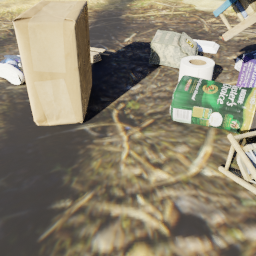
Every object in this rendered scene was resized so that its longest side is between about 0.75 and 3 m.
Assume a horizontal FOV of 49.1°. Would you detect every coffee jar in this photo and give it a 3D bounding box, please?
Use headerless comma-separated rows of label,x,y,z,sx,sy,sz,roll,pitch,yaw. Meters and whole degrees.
coffee jar,2.463,-0.573,7.336,2.495,1.065,1.301,14,48,19

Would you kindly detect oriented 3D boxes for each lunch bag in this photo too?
lunch bag,1.848,-3.084,10.945,1.793,1.054,1.470,12,40,10

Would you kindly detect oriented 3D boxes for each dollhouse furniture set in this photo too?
dollhouse furniture set,1.357,-2.123,4.126,2.179,1.536,1.527,-36,4,-28

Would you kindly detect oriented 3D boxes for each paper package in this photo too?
paper package,-1.864,-1.908,7.832,1.422,2.748,2.619,0,34,0

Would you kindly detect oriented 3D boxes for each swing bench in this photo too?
swing bench,2.956,0.791,5.529,1.548,1.010,1.556,-12,37,-17

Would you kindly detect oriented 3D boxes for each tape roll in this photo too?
tape roll,2.307,-1.887,9.487,1.115,0.765,1.115,0,35,0

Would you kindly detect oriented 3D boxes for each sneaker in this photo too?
sneaker,-3.800,-2.169,9.939,1.712,0.690,1.253,22,45,35

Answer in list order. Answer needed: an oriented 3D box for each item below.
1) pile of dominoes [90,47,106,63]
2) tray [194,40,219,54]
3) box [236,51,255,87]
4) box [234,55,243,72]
pile of dominoes,-1.988,-2.996,11.625,1.938,0.309,1.510,20,40,38
tray,3.020,-3.742,12.570,2.024,0.224,1.087,13,39,18
box,4.146,-1.035,7.591,1.110,1.574,2.128,-20,39,-25
box,5.329,-2.005,9.844,2.246,0.558,2.229,-7,36,-10
